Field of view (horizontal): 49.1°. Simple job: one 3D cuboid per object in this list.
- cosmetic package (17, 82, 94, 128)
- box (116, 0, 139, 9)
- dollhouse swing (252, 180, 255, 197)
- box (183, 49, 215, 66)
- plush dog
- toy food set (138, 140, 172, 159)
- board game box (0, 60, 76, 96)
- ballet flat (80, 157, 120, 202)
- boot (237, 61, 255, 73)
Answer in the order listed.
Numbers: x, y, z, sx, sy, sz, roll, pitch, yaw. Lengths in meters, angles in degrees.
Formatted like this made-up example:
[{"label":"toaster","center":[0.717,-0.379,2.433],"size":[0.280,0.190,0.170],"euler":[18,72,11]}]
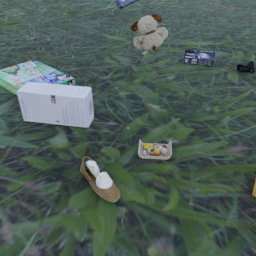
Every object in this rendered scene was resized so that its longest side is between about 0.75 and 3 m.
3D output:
[{"label":"cosmetic package","center":[-2.183,-0.722,8.610],"size":[2.140,1.088,0.792],"euler":[4,34,9]},{"label":"box","center":[0.029,-3.616,7.027],"size":[0.727,0.200,1.064],"euler":[-13,72,30]},{"label":"dollhouse swing","center":[3.708,0.791,5.777],"size":[1.607,1.828,1.661],"euler":[18,39,23]},{"label":"box","center":[3.280,-3.251,12.922],"size":[1.398,0.304,1.120],"euler":[9,36,13]},{"label":"plush dog","center":[0.686,-3.151,9.233],"size":[1.245,1.069,0.999],"euler":[-19,34,10]},{"label":"toy food set","center":[0.726,0.531,7.518],"size":[0.875,0.264,0.628],"euler":[3,35,4]},{"label":"board game box","center":[-3.656,-1.866,10.830],"size":[2.862,0.417,1.926],"euler":[28,44,34]},{"label":"ballet flat","center":[-0.680,1.116,6.458],"size":[0.483,0.516,1.426],"euler":[-22,41,-27]},{"label":"boot","center":[5.070,-2.677,12.082],"size":[0.688,0.313,0.819],"euler":[9,42,6]}]
